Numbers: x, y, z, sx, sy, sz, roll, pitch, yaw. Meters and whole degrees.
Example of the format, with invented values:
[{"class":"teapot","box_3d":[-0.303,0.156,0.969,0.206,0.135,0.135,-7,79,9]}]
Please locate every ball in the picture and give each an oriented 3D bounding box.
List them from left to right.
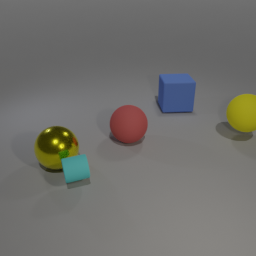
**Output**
[{"class":"ball","box_3d":[-2.269,0.624,8.949,1.400,1.400,1.400,0,29,0]},{"class":"ball","box_3d":[0.026,-0.148,10.283,1.400,1.400,1.400,0,29,0]},{"class":"ball","box_3d":[4.345,-0.547,10.269,1.400,1.400,1.400,0,29,0]}]

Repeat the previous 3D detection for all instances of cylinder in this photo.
[{"class":"cylinder","box_3d":[-1.501,1.160,8.040,0.700,0.700,0.700,-12,31,-14]}]

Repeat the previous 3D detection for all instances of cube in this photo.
[{"class":"cube","box_3d":[2.200,-1.633,12.890,1.400,1.400,1.400,-2,27,-3]}]
